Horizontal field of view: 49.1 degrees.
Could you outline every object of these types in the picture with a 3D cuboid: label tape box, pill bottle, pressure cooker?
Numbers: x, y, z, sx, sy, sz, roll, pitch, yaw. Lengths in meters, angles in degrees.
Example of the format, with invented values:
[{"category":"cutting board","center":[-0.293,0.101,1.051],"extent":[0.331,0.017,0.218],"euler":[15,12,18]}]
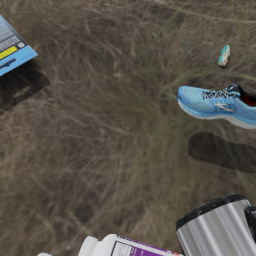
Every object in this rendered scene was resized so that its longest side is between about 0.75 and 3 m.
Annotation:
[{"category":"label tape box","center":[-4.497,-2.491,9.493],"extent":[2.006,0.880,2.782],"euler":[-37,67,-18]},{"category":"pill bottle","center":[0.079,3.164,6.117],"extent":[2.326,1.308,1.308],"euler":[14,62,8]},{"category":"pressure cooker","center":[2.223,2.725,6.042],"extent":[1.858,1.887,2.112],"euler":[-15,58,-11]}]

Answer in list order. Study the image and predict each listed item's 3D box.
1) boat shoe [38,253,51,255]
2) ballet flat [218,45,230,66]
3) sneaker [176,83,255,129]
[{"category":"boat shoe","center":[-1.748,3.322,6.569],"extent":[1.081,0.361,0.398],"euler":[31,65,16]},{"category":"ballet flat","center":[3.428,-2.527,9.898],"extent":[0.288,0.341,0.902],"euler":[34,67,-15]},{"category":"sneaker","center":[2.430,-0.789,7.172],"extent":[2.373,1.067,0.930],"euler":[11,51,3]}]
